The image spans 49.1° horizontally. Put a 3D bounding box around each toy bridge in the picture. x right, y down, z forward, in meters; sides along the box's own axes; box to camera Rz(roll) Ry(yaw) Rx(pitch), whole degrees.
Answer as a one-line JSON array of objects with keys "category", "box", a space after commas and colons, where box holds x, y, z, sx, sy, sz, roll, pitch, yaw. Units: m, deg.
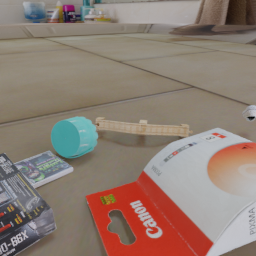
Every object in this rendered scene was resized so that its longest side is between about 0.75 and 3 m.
[{"category": "toy bridge", "box": [0.367, -0.008, 6.705, 2.339, 0.318, 0.786, 5, 6, 4]}]

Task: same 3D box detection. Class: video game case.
[{"category": "video game case", "box": [-1.727, 0.798, 5.490, 0.885, 0.114, 0.973, 26, 33, 38]}]

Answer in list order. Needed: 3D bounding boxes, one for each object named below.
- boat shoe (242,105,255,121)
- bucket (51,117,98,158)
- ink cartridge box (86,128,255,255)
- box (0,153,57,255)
[{"category": "boat shoe", "box": [2.899, -0.291, 6.687, 0.309, 0.280, 0.840, -2, -13, 22]}, {"category": "bucket", "box": [-1.149, 0.190, 5.918, 0.889, 0.889, 0.578, 12, 12, 25]}, {"category": "ink cartridge box", "box": [0.852, 0.838, 4.144, 2.787, 0.699, 2.260, -12, 17, -15]}, {"category": "box", "box": [-2.086, 1.164, 4.021, 1.389, 0.438, 1.762, -26, 39, -34]}]
